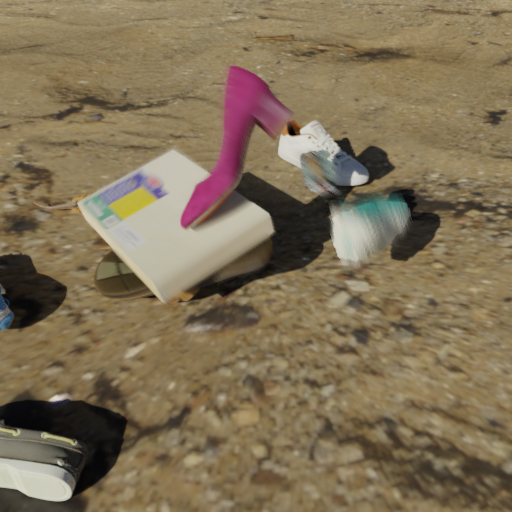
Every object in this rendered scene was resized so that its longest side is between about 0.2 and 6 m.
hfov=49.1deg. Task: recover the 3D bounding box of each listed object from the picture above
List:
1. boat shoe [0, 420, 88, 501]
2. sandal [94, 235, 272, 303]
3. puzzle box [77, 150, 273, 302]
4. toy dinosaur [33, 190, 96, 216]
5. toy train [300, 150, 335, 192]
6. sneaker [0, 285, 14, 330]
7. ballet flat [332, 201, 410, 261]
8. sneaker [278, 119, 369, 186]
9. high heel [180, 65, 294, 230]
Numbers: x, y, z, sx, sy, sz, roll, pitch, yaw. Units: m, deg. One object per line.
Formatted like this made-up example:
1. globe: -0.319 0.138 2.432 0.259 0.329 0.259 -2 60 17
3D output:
1. boat shoe: -3.463 2.624 7.546 2.368 0.846 0.708 12 38 5
2. sandal: -1.354 0.266 10.474 3.490 0.952 1.426 -12 43 6
3. puzzle box: -1.649 -0.758 10.599 2.375 0.454 3.570 -33 43 -18
4. toy dinosaur: -4.210 -1.189 13.071 1.697 0.513 0.901 -16 14 -27
5. toy train: 1.013 -1.389 9.199 0.493 0.369 0.865 -10 53 2
6. sneaker: -5.084 0.686 10.262 0.907 0.915 2.525 -57 40 2
7. ballet flat: 2.006 -0.456 9.988 0.980 0.980 2.731 22 20 26
8. sneaker: 1.669 -2.720 14.402 2.855 1.209 1.040 31 45 33
9. high heel: -0.702 -1.842 9.640 1.371 0.962 2.853 39 80 -4
